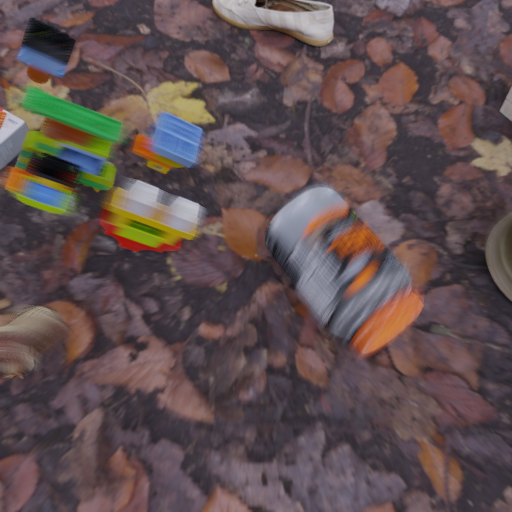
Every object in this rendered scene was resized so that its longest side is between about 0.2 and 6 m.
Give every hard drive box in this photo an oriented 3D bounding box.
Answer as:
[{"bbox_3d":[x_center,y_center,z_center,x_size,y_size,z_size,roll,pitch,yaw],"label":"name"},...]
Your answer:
[{"bbox_3d":[-5.212,-2.145,10.638,1.125,0.554,1.443,28,63,15],"label":"hard drive box"}]

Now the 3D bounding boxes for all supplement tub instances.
[{"bbox_3d":[1.345,0.221,8.720,1.476,1.476,2.409,-30,65,-17],"label":"supplement tub"}]

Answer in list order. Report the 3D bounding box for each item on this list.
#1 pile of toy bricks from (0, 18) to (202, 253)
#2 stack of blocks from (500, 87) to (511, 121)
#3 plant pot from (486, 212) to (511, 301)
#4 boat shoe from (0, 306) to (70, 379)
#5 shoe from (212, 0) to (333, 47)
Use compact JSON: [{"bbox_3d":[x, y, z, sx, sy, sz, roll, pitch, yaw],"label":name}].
[{"bbox_3d":[-3.174,-1.685,8.875,4.606,2.274,2.555,21,62,-24],"label":"pile of toy bricks"},{"bbox_3d":[5.876,-2.404,10.694,1.394,0.709,2.422,-27,63,-15],"label":"stack of blocks"},{"bbox_3d":[4.935,-0.204,8.784,1.679,1.935,1.935,-32,64,-30],"label":"plant pot"},{"bbox_3d":[-3.265,1.315,7.548,0.642,0.643,1.783,25,30,16],"label":"boat shoe"},{"bbox_3d":[0.377,-5.513,12.474,2.909,0.776,1.017,21,62,12],"label":"shoe"}]
